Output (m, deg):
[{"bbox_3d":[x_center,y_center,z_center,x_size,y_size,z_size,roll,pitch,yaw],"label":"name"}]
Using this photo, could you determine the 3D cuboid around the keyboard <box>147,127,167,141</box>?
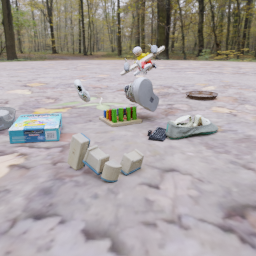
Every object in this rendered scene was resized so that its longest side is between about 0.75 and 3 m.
[{"bbox_3d":[0.917,0.167,8.837,0.669,0.143,1.114,6,17,19],"label":"keyboard"}]

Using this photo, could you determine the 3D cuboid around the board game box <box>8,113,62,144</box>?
[{"bbox_3d":[-2.884,-0.043,9.002,1.405,0.437,1.861,-3,17,-10],"label":"board game box"}]

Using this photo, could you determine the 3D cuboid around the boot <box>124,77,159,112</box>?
[{"bbox_3d":[0.296,-1.251,10.064,1.163,0.895,2.433,22,-7,21],"label":"boot"}]

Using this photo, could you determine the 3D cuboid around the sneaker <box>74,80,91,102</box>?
[{"bbox_3d":[-1.822,-1.383,11.184,0.411,1.093,0.484,-30,40,1],"label":"sneaker"}]

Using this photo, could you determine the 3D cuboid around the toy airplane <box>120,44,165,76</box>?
[{"bbox_3d":[0.447,-2.272,9.434,1.349,0.952,1.343,-33,8,-21],"label":"toy airplane"}]

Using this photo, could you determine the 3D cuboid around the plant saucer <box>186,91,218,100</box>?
[{"bbox_3d":[3.888,-1.714,14.798,1.684,0.270,1.684,0,16,0],"label":"plant saucer"}]

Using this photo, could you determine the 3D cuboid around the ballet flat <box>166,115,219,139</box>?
[{"bbox_3d":[2.089,-0.099,8.826,2.029,0.646,0.684,-9,19,-27],"label":"ballet flat"}]

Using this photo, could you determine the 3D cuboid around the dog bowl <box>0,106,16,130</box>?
[{"bbox_3d":[-4.813,-0.312,9.731,1.802,0.528,1.802,1,17,0],"label":"dog bowl"}]

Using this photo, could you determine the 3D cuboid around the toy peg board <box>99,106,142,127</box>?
[{"bbox_3d":[-0.291,-0.539,10.355,1.233,0.603,1.228,-8,19,-26],"label":"toy peg board"}]

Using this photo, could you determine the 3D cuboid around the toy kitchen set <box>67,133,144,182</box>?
[{"bbox_3d":[-0.514,0.704,6.426,1.349,0.795,1.081,35,34,29],"label":"toy kitchen set"}]
